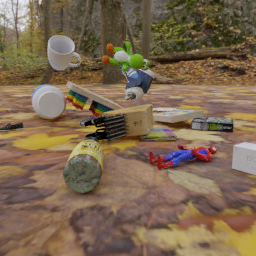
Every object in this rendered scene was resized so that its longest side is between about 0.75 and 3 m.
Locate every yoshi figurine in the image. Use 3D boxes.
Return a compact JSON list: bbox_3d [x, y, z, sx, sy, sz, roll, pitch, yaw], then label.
[{"bbox_3d":[-0.041,-1.809,7.274,1.236,0.695,0.692,19,45,14],"label":"yoshi figurine"}]

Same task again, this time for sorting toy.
[{"bbox_3d":[-1.678,-1.169,12.931,2.541,0.884,2.525,24,5,-19],"label":"sorting toy"}]

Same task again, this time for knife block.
[{"bbox_3d":[-0.344,-0.202,9.777,2.269,0.827,2.585,-4,11,13],"label":"knife block"}]

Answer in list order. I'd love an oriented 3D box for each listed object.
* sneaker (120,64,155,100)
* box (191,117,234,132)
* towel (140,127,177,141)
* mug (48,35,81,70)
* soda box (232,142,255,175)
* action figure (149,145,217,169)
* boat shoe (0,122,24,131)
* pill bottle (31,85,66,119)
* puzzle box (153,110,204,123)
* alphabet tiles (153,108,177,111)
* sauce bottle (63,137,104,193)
[{"bbox_3d":[0.070,-1.632,9.875,1.686,1.235,0.679,32,2,39],"label":"sneaker"},{"bbox_3d":[3.418,-0.169,11.270,1.582,0.350,1.267,4,12,20],"label":"box"},{"bbox_3d":[0.983,0.203,9.859,1.192,0.189,1.660,-2,11,-3],"label":"towel"},{"bbox_3d":[-2.925,-3.287,12.901,1.555,1.148,1.363,17,-32,-9],"label":"mug"},{"bbox_3d":[3.158,0.770,5.999,0.547,0.585,1.717,-9,15,-39],"label":"soda box"},{"bbox_3d":[1.483,0.659,6.999,1.889,0.488,0.618,-3,9,-26],"label":"action figure"},{"bbox_3d":[-4.522,-0.063,10.834,0.937,0.311,0.350,-6,13,-26],"label":"boat shoe"},{"bbox_3d":[-3.874,-1.288,13.672,1.582,1.582,2.819,-4,11,-20],"label":"pill bottle"},{"bbox_3d":[2.071,-0.544,12.255,1.466,0.280,2.204,-12,8,-17],"label":"puzzle box"},{"bbox_3d":[2.138,-1.058,16.318,1.389,0.101,1.359,1,11,6],"label":"alphabet tiles"},{"bbox_3d":[-0.908,0.654,6.190,0.742,0.742,2.293,-1,12,-4],"label":"sauce bottle"}]
